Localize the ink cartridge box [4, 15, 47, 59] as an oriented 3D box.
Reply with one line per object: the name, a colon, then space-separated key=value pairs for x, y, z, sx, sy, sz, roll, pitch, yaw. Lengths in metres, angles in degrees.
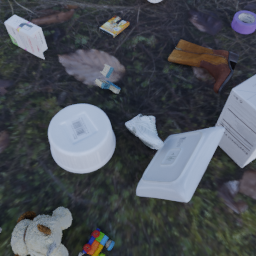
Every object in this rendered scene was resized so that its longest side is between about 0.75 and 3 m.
ink cartridge box: x=-3.764 y=-3.470 z=10.742 sx=1.763 sy=1.032 sz=0.593 roll=30 pitch=62 yaw=18

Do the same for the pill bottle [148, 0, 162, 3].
pill bottle: x=1.017 y=-6.905 z=12.712 sx=1.382 sy=1.382 sz=2.652 roll=-7 pitch=58 yaw=-5

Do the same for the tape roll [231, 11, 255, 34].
tape roll: x=4.894 y=-4.424 z=11.714 sx=0.999 sy=0.424 sz=0.999 roll=0 pitch=58 yaw=0

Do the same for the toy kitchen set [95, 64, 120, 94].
toy kitchen set: x=-0.544 y=-1.651 z=9.464 sx=0.568 sy=0.964 sz=0.772 roll=36 pitch=106 yaw=16

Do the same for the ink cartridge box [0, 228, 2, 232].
ink cartridge box: x=-3.905 y=2.876 z=7.213 sx=0.847 sy=0.212 sz=0.975 roll=19 pitch=60 yaw=10

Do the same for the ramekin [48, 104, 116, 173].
ramekin: x=-1.399 y=0.236 z=8.425 sx=2.027 sy=0.988 sz=2.027 roll=0 pitch=58 yaw=0

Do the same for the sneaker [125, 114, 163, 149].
sneaker: x=0.564 y=0.008 z=8.049 sx=0.781 sy=0.612 sz=1.571 roll=-47 pitch=44 yaw=-2

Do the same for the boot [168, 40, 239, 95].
boot: x=2.617 y=-2.316 z=10.155 sx=2.390 sy=0.818 sz=2.250 roll=20 pitch=60 yaw=13

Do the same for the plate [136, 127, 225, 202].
plate: x=1.233 y=0.844 z=7.348 sx=0.358 sy=2.207 sz=2.212 roll=43 pitch=64 yaw=-16

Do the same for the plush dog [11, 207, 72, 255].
plush dog: x=-2.270 y=2.692 z=6.884 sx=1.370 sy=1.280 sz=1.595 roll=-15 pitch=56 yaw=19

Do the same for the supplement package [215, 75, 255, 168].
supplement package: x=3.545 y=-0.200 z=7.893 sx=1.399 sy=2.308 sz=1.382 roll=-30 pitch=61 yaw=-18

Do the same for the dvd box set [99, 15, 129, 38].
dvd box set: x=-0.568 y=-4.279 z=11.778 sx=0.779 sy=0.157 sz=1.065 roll=34 pitch=63 yaw=20

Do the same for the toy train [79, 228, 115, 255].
toy train: x=-0.849 y=3.124 z=6.959 sx=0.624 sy=0.456 sz=1.078 roll=33 pitch=62 yaw=4
